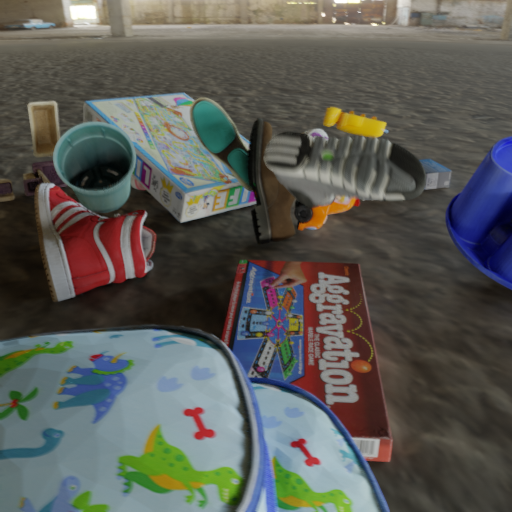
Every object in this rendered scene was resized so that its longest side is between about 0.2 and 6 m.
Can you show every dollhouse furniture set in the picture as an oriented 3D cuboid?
[{"bbox_3d":[-4.896,-2.162,12.325,1.734,2.188,1.553,-13,34,-29],"label":"dollhouse furniture set"}]

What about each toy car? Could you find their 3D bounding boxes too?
[{"bbox_3d":[1.469,-1.293,9.932,1.224,1.804,3.678,15,-1,0],"label":"toy car"}]

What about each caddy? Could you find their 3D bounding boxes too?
[{"bbox_3d":[5.061,-0.638,9.598,3.689,1.936,2.608,-13,52,-25],"label":"caddy"}]

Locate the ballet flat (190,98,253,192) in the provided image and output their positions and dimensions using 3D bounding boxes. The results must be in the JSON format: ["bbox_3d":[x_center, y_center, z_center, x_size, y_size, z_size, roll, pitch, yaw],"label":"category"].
[{"bbox_3d":[-0.586,-2.182,11.101,0.767,2.207,0.767,-29,26,16],"label":"ballet flat"}]

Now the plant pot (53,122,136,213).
[{"bbox_3d":[-2.631,-1.367,9.386,1.262,1.262,1.236,-6,-17,-12],"label":"plant pot"}]

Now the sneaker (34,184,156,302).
[{"bbox_3d":[-2.866,-0.459,9.942,1.852,1.173,3.292,-13,37,-17],"label":"sneaker"}]

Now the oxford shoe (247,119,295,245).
[{"bbox_3d":[0.345,-1.436,10.628,0.984,2.332,0.847,-8,10,-6],"label":"oxford shoe"}]

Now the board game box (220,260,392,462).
[{"bbox_3d":[0.564,1.122,7.687,2.042,0.386,3.966,3,27,3],"label":"board game box"}]

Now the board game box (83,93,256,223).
[{"bbox_3d":[-1.710,-2.484,13.023,2.884,0.734,4.290,-18,47,-38],"label":"board game box"}]

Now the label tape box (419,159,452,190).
[{"bbox_3d":[3.886,-1.992,13.805,1.430,0.453,1.031,-7,27,-14],"label":"label tape box"}]

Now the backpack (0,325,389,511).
[{"bbox_3d":[-0.797,1.967,3.697,3.287,2.416,3.008,-4,27,-7],"label":"backpack"}]

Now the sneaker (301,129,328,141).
[{"bbox_3d":[0.844,-2.907,15.026,2.679,1.003,1.334,-22,34,-37],"label":"sneaker"}]

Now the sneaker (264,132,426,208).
[{"bbox_3d":[1.289,-1.094,8.081,2.255,1.302,0.846,17,72,18],"label":"sneaker"}]

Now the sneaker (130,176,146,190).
[{"bbox_3d":[-2.057,-1.957,13.362,0.988,0.711,1.890,16,24,29],"label":"sneaker"}]
